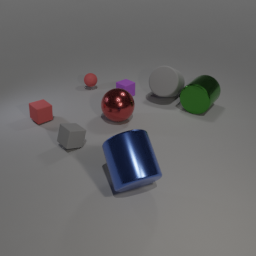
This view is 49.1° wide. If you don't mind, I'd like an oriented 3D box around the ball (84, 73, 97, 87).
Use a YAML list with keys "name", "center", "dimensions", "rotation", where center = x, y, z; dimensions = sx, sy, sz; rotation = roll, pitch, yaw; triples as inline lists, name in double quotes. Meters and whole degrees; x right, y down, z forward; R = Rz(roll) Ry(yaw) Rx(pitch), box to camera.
- name: "ball"
  center: [-1.938, -2.495, 14.530]
  dimensions: [0.700, 0.700, 0.700]
  rotation: [0, 31, 0]

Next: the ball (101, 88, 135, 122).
- name: "ball"
  center: [-0.421, -0.954, 11.632]
  dimensions: [1.400, 1.400, 1.400]
  rotation: [0, 31, 0]

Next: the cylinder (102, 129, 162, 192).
- name: "cylinder"
  center: [0.105, 0.947, 8.029]
  dimensions: [1.400, 1.400, 1.400]
  rotation: [-12, 70, -18]

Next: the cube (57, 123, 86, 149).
- name: "cube"
  center: [-2.035, 0.276, 10.092]
  dimensions: [0.700, 0.700, 0.700]
  rotation: [-4, 26, -45]

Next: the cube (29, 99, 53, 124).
- name: "cube"
  center: [-3.645, -0.692, 11.727]
  dimensions: [0.700, 0.700, 0.700]
  rotation: [-24, 43, -39]

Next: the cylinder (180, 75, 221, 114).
- name: "cylinder"
  center: [3.242, -1.509, 12.556]
  dimensions: [1.400, 1.400, 1.400]
  rotation: [19, 36, 29]

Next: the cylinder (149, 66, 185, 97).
- name: "cylinder"
  center: [1.857, -2.163, 13.263]
  dimensions: [1.400, 1.400, 1.400]
  rotation: [14, 10, 21]

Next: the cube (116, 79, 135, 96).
- name: "cube"
  center: [-0.118, -1.959, 13.990]
  dimensions: [0.700, 0.700, 0.700]
  rotation: [-26, 40, -36]
